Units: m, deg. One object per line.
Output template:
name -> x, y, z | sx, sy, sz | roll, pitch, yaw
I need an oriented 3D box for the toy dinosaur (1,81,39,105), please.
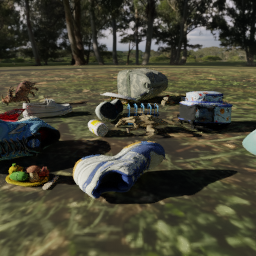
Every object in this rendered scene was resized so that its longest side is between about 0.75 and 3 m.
toy dinosaur -> -5.258, -1.810, 13.809 | 1.259, 1.857, 0.797 | 35, -22, -16

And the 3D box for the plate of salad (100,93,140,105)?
plate of salad -> -0.399, -1.378, 13.710 | 1.951, 0.469, 1.951 | 9, 4, -1

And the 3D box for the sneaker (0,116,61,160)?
sneaker -> -2.780, 0.278, 7.066 | 1.191, 1.038, 2.649 | 12, 20, 27

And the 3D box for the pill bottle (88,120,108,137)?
pill bottle -> -1.011, -0.022, 9.147 | 0.432, 0.432, 0.828 | -9, 18, -28

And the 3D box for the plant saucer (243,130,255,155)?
plant saucer -> 4.629, 0.373, 7.669 | 2.735, 0.492, 2.735 | 0, 15, 0

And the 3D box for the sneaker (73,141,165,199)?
sneaker -> -0.003, 0.895, 5.627 | 2.063, 0.777, 0.909 | -16, 32, -25

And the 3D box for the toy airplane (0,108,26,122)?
toy airplane -> -5.217, -0.351, 10.104 | 2.969, 0.546, 2.969 | -1, 11, 0

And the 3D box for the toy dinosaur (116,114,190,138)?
toy dinosaur -> 0.730, -0.205, 9.263 | 2.576, 0.750, 1.303 | 4, 15, 14

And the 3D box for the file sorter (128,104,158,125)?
file sorter -> 0.550, -0.526, 10.482 | 1.123, 0.689, 0.779 | -1, 16, -4

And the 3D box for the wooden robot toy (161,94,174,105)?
wooden robot toy -> 2.084, -1.387, 14.061 | 0.495, 0.480, 1.090 | 19, 23, 23

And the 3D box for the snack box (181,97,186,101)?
snack box -> 3.157, -1.404, 14.516 | 0.531, 0.179, 1.476 | 0, 16, 0

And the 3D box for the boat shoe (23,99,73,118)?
boat shoe -> -3.327, -0.884, 11.724 | 2.101, 0.691, 0.756 | -9, 18, -29

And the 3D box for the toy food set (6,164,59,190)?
toy food set -> -2.044, 0.926, 5.903 | 1.129, 0.369, 0.664 | 5, 16, 17

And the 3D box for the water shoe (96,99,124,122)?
water shoe -> -0.871, -0.612, 11.070 | 0.862, 0.781, 2.184 | -18, 4, 22

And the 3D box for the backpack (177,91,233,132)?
backpack -> 2.773, -0.633, 9.893 | 1.679, 1.358, 1.763 | 8, 12, -9

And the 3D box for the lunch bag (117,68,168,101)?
lunch bag -> 0.836, -2.348, 15.008 | 2.026, 1.683, 2.415 | 3, 14, 34
